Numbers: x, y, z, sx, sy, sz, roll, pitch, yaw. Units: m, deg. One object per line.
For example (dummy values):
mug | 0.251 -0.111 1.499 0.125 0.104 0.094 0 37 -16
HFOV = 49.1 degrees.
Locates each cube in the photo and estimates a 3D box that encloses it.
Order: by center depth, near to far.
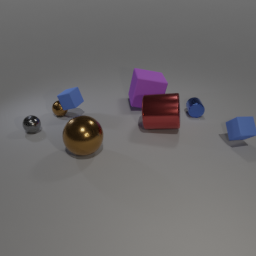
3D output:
cube | 4.069 0.019 10.084 0.700 0.700 0.700 -2 -15 -17
cube | -2.439 -1.253 11.924 0.700 0.700 0.700 -7 26 30
cube | 0.884 -1.808 13.019 1.400 1.400 1.400 8 29 -10

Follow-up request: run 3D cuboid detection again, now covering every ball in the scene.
ball | -1.544 0.258 9.646 1.400 1.400 1.400 0 30 0
ball | -3.807 -0.155 11.079 0.700 0.700 0.700 0 30 0
ball | -2.994 -0.869 12.337 0.700 0.700 0.700 0 30 0

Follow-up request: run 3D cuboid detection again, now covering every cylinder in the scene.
cylinder | 1.336 -0.652 11.080 1.400 1.400 1.400 -2 29 12
cylinder | 2.972 -0.909 12.396 0.700 0.700 0.700 0 29 1
